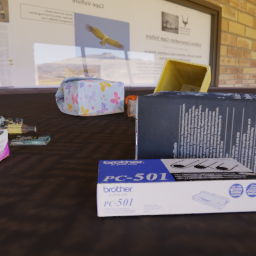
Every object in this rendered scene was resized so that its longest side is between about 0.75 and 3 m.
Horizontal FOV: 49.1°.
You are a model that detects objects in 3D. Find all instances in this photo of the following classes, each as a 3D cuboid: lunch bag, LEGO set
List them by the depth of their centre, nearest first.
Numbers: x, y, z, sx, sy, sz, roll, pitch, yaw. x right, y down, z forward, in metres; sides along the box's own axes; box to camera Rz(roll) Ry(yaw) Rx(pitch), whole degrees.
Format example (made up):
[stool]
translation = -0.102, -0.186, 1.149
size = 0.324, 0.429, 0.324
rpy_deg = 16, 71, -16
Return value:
[LEGO set]
translation = -4.472, -0.098, 9.751
size = 1.483, 0.647, 2.284
rpy_deg = 6, -1, 19
[lunch bag]
translation = -1.952, -1.575, 13.722
size = 2.482, 1.861, 2.927
rpy_deg = -5, 8, -32

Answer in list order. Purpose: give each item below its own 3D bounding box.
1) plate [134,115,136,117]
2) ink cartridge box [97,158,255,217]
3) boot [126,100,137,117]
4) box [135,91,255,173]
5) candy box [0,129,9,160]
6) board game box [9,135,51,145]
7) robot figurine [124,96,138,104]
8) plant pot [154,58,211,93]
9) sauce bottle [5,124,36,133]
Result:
[plate]
translation = 0.901, -0.589, 11.548
size = 1.347, 0.172, 1.347
rpy_deg = -6, 2, 0
[ink cartridge box]
translation = 0.709, 0.858, 4.334
size = 2.340, 0.517, 1.100
rpy_deg = -1, 10, -5
[boot]
translation = 0.755, -0.961, 13.375
size = 1.615, 0.776, 2.209
rpy_deg = 1, 11, -3
[box]
translation = 1.814, -0.006, 6.236
size = 2.818, 1.509, 2.092
rpy_deg = 4, 11, 19
[candy box]
translation = -3.939, 0.467, 5.940
size = 2.237, 0.682, 1.525
rpy_deg = 0, 11, 0
[board game box]
translation = -2.787, 0.352, 8.040
size = 0.996, 0.140, 0.674
rpy_deg = -1, 11, -5
[robot figurine]
translation = 0.347, -1.638, 17.067
size = 1.191, 0.695, 0.857
rpy_deg = 6, 15, 30
[plant pot]
translation = 2.816, -1.810, 13.771
size = 2.175, 2.189, 2.239
rpy_deg = 19, -4, 27
[sauce bottle]
translation = -3.577, 0.026, 9.337
size = 0.958, 0.310, 0.310
rpy_deg = 2, 10, -12
